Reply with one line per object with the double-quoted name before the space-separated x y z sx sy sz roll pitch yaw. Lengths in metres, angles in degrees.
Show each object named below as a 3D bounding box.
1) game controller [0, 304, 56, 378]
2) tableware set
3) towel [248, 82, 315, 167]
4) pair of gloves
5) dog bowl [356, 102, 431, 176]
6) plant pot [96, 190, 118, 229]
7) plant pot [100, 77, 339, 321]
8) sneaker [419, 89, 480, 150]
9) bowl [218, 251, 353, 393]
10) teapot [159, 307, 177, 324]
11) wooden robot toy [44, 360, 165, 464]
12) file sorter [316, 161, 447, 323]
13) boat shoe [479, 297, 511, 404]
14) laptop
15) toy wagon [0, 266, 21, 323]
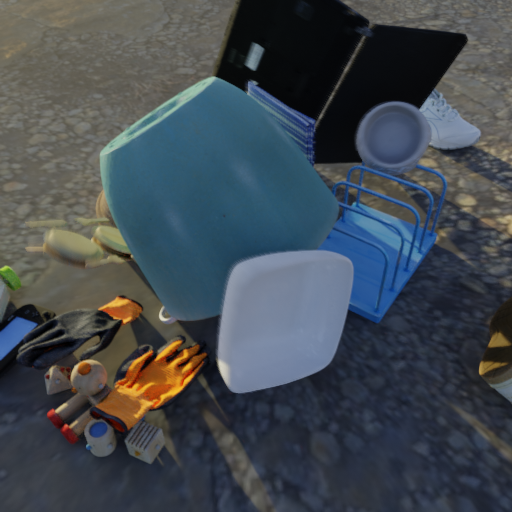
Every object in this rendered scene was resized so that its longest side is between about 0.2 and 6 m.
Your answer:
"game controller" -3.937 1.362 8.944 0.810 0.327 1.553 19 45 19
"tableware set" -2.740 -0.100 9.444 1.441 0.437 2.180 31 15 16
"towel" 0.500 -1.939 10.250 0.265 2.221 1.608 -37 58 -20
"pair of gloves" -2.068 1.430 8.425 2.561 0.317 2.282 24 31 24
"dog bowl" 2.447 -2.130 10.019 1.332 1.332 0.391 14 4 14
"plant pot" -1.974 -1.355 11.233 2.566 1.184 2.566 0 42 0
"plant pot" -0.804 -1.099 8.827 3.347 2.686 3.347 -29 22 13
"sneaker" 4.248 -3.385 13.501 0.939 1.097 2.520 -33 53 -31
"bowl" 0.317 0.758 7.453 1.874 1.872 0.700 -7 28 -32
"teapot" -1.086 0.483 9.508 1.192 1.176 0.870 -7 -2 -45
"wooden robot toy" -2.315 1.972 7.756 2.312 1.049 1.018 31 51 30
"file sorter" 2.030 -0.488 10.014 1.802 1.593 2.596 25 49 25
"boat shoe" 4.211 1.334 8.687 0.829 0.921 2.552 49 45 -3
"laptop" 1.419 -3.767 11.315 3.917 3.472 2.023 37 50 7
"toy wagon" -5.506 0.580 9.638 2.726 0.539 2.115 31 51 30
